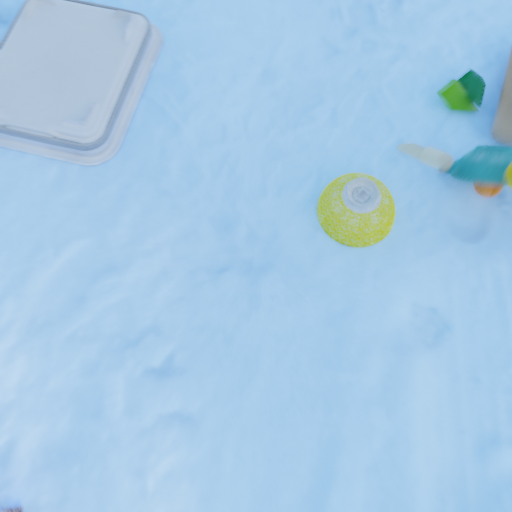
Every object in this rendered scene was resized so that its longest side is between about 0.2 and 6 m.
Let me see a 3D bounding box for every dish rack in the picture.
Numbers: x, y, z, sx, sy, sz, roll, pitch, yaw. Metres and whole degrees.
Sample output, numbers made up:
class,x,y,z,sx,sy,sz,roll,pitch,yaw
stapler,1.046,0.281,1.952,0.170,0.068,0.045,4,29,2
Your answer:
class,x,y,z,sx,sy,sz,roll,pitch,yaw
dish rack,-3.234,-3.156,9.412,2.684,0.681,3.127,13,69,5

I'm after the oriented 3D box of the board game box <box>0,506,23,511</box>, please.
class,x,y,z,sx,sy,sz,roll,pitch,yaw
board game box,-3.809,3.389,6.261,1.815,1.447,0.879,-5,69,-1

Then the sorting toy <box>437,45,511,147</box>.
class,x,y,z,sx,sy,sz,roll,pitch,yaw
sorting toy,4.637,-2.723,9.332,3.064,0.451,2.265,19,73,4

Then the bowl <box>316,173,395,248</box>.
class,x,y,z,sx,sy,sz,roll,pitch,yaw
bowl,1.551,-0.800,8.429,1.224,0.659,1.224,0,67,-1

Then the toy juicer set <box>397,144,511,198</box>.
class,x,y,z,sx,sy,sz,roll,pitch,yaw
toy juicer set,3.438,-1.155,8.131,2.786,1.772,0.758,6,110,13
